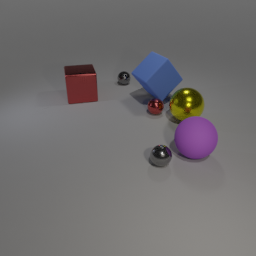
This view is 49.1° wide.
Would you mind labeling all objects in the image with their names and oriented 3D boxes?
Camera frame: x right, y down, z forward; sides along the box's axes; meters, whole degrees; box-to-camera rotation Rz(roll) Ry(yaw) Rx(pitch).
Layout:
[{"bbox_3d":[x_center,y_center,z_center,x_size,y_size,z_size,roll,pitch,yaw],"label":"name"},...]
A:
[{"bbox_3d":[2.235,0.317,9.238,1.400,1.400,1.400,0,31,0],"label":"ball"},{"bbox_3d":[-0.213,-2.667,14.925,0.700,0.700,0.700,0,31,0],"label":"ball"},{"bbox_3d":[1.188,-0.931,12.026,0.700,0.700,0.700,0,31,0],"label":"ball"},{"bbox_3d":[1.295,-2.330,12.624,1.400,1.400,1.400,-46,38,2],"label":"cube"},{"bbox_3d":[2.377,-0.936,11.343,1.400,1.400,1.400,0,31,0],"label":"ball"},{"bbox_3d":[1.058,0.883,8.980,0.700,0.700,0.700,0,31,0],"label":"ball"},{"bbox_3d":[-2.240,-2.114,13.315,1.400,1.400,1.400,-7,32,-11],"label":"cube"}]
